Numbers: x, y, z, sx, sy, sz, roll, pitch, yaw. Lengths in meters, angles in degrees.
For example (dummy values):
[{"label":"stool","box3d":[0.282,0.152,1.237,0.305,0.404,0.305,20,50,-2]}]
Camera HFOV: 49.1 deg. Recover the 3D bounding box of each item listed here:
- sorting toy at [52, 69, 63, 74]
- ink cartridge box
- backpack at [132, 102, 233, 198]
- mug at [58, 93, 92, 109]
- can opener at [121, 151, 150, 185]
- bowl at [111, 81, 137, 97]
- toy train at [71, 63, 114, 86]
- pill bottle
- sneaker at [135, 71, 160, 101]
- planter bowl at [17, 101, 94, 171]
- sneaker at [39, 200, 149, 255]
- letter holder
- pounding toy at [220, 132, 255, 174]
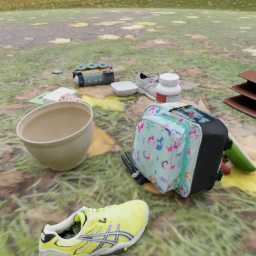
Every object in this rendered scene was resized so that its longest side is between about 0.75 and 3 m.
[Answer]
[{"label":"sorting toy","box3d":[-4.372,-3.449,17.201,0.888,0.121,0.500,26,34,37]},{"label":"ink cartridge box","box3d":[-3.618,-1.531,13.505,1.956,0.469,1.423,16,34,23]},{"label":"backpack","box3d":[1.252,0.465,8.060,1.997,2.354,2.652,-5,25,-24]},{"label":"mug","box3d":[-2.319,-0.727,11.185,1.342,1.009,1.512,-34,36,-15]},{"label":"can opener","box3d":[0.164,1.236,8.671,0.539,0.435,1.371,33,7,-47]},{"label":"bowl","box3d":[-0.192,-1.979,14.286,1.166,0.435,1.165,-12,32,-19]},{"label":"toy train","box3d":[-1.864,-2.916,15.467,2.395,1.021,1.365,-10,41,-17]},{"label":"pill bottle","box3d":[1.649,-1.270,11.619,1.021,1.821,1.021,0,30,0]},{"label":"sneaker","box3d":[1.285,-2.064,13.778,2.613,1.071,0.976,24,38,36]},{"label":"planter bowl","box3d":[-2.119,0.364,8.904,2.298,1.547,2.298,-6,34,4]},{"label":"sneaker","box3d":[-0.628,2.236,6.250,2.710,1.035,1.022,-19,34,-30]},{"label":"letter holder","box3d":[5.830,-1.476,12.514,1.888,1.336,2.656,-17,34,-25]},{"label":"pounding toy","box3d":[3.127,0.767,8.901,1.890,0.877,1.459,55,18,15]}]
